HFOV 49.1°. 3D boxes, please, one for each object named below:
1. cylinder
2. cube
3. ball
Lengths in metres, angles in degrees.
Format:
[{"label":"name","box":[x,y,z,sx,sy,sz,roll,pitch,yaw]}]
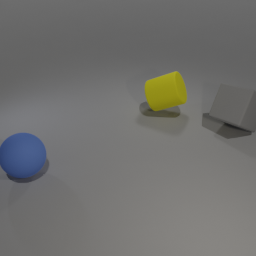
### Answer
[{"label":"cylinder","box":[1.633,-1.555,12.021,1.400,1.400,1.400,-14,24,28]},{"label":"cube","box":[4.316,-0.794,10.984,1.400,1.400,1.400,15,8,-42]},{"label":"ball","box":[-3.262,0.843,8.693,1.400,1.400,1.400,0,31,0]}]
